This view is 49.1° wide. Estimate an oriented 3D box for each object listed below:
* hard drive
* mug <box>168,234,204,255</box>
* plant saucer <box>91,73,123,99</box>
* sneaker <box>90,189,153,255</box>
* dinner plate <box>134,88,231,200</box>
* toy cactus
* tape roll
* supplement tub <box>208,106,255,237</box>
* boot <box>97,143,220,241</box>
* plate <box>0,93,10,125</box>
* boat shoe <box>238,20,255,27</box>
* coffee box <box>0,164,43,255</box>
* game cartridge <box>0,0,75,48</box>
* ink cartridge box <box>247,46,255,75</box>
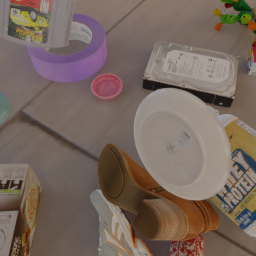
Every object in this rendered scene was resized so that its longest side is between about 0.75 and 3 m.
[{"bbox_3d":[2.099,-1.878,9.286,2.901,0.549,2.026,14,57,10],"label":"hard drive"},{"bbox_3d":[1.182,2.915,5.852,0.833,1.109,1.249,5,34,16],"label":"mug"},{"bbox_3d":[-0.676,-1.306,9.031,1.014,0.257,1.014,-1,60,2],"label":"plant saucer"},{"bbox_3d":[-0.357,2.472,6.154,1.121,0.922,2.437,-32,59,-12],"label":"sneaker"},{"bbox_3d":[0.763,0.336,4.774,0.246,2.028,2.028,-23,56,-40],"label":"dinner plate"},{"bbox_3d":[4.468,-4.031,10.413,2.131,1.320,2.582,-22,61,-23],"label":"toy cactus"},{"bbox_3d":[-2.079,-2.836,9.731,2.647,0.868,2.647,0,57,0],"label":"tape roll"},{"bbox_3d":[2.452,0.897,6.548,1.940,1.940,2.681,-38,63,-22],"label":"supplement tub"},{"bbox_3d":[0.668,1.368,6.385,2.136,1.055,2.751,12,18,-41],"label":"boot"},{"bbox_3d":[-4.497,-0.552,8.579,1.688,0.216,1.688,0,55,0],"label":"plate"},{"bbox_3d":[4.740,-4.112,10.961,0.872,0.326,0.298,6,76,2],"label":"boat shoe"},{"bbox_3d":[-2.643,2.117,6.085,0.935,1.341,2.344,0,55,0],"label":"coffee box"},{"bbox_3d":[-2.602,-2.931,7.478,2.164,1.440,0.442,8,27,-16],"label":"game cartridge"},{"bbox_3d":[4.333,-2.337,9.476,0.347,0.726,0.827,8,56,6],"label":"ink cartridge box"}]
